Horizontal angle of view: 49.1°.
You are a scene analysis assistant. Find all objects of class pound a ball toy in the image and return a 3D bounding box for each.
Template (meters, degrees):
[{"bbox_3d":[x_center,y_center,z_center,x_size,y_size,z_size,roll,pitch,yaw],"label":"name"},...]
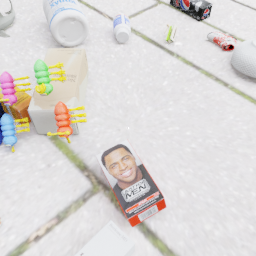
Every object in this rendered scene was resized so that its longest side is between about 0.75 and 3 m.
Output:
[{"bbox_3d":[1.720,-3.796,11.204,0.509,0.331,0.780,6,75,49],"label":"pound a ball toy"}]

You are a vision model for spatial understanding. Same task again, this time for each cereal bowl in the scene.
[{"bbox_3d":[4.778,-2.610,9.909,2.036,0.848,2.036,0,42,0],"label":"cereal bowl"}]

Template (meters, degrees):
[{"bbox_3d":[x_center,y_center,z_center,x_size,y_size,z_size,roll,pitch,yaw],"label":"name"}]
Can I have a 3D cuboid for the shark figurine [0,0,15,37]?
[{"bbox_3d":[-5.245,-4.671,11.698,1.385,0.967,2.318,19,55,13],"label":"shark figurine"}]

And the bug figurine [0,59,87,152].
[{"bbox_3d":[-2.554,-0.544,7.372,2.868,2.224,0.738,-9,3,26],"label":"bug figurine"}]

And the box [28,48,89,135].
[{"bbox_3d":[-2.046,-1.202,8.754,1.345,1.101,2.833,-1,51,0],"label":"box"}]

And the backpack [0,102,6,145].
[{"bbox_3d":[-4.470,-0.406,7.227,2.020,2.486,2.086,-9,51,-9],"label":"backpack"}]

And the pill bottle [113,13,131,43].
[{"bbox_3d":[-0.245,-4.003,11.295,0.695,0.695,1.240,-2,52,-2],"label":"pill bottle"}]

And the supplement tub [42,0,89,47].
[{"bbox_3d":[-2.507,-4.423,11.129,1.479,1.479,2.242,-17,53,-13],"label":"supplement tub"}]

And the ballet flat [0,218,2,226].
[{"bbox_3d":[-3.693,1.989,6.594,1.500,0.479,0.567,18,51,13],"label":"ballet flat"}]

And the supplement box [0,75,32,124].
[{"bbox_3d":[-3.736,-0.940,8.819,2.105,0.724,0.700,30,55,25],"label":"supplement box"}]

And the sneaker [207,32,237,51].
[{"bbox_3d":[3.656,-3.384,10.977,1.194,0.399,0.640,18,51,11],"label":"sneaker"}]

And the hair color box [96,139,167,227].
[{"bbox_3d":[0.036,1.287,6.879,0.980,0.591,1.930,-28,51,-8],"label":"hair color box"}]

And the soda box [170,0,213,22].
[{"bbox_3d":[2.793,-5.581,12.603,0.705,0.631,1.993,-31,57,-22],"label":"soda box"}]

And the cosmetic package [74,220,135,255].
[{"bbox_3d":[-0.639,2.812,5.885,0.778,0.546,1.533,36,59,26],"label":"cosmetic package"}]
